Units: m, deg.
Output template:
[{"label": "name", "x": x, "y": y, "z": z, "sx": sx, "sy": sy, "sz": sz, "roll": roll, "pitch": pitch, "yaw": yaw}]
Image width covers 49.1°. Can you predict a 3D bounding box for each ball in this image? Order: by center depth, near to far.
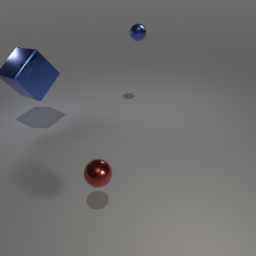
[{"label": "ball", "x": -0.740, "y": 1.116, "z": 6.910, "sx": 0.700, "sy": 0.700, "sz": 0.700, "roll": 0, "pitch": 31, "yaw": 0}, {"label": "ball", "x": 0.424, "y": -3.995, "z": 11.713, "sx": 0.700, "sy": 0.700, "sz": 0.700, "roll": 0, "pitch": 31, "yaw": 0}]

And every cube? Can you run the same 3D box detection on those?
[{"label": "cube", "x": -3.827, "y": -2.081, "z": 10.803, "sx": 1.400, "sy": 1.400, "sz": 1.400, "roll": 17, "pitch": 70, "yaw": 38}]
